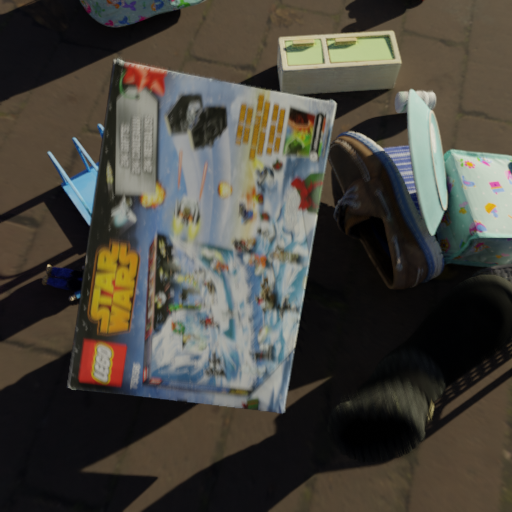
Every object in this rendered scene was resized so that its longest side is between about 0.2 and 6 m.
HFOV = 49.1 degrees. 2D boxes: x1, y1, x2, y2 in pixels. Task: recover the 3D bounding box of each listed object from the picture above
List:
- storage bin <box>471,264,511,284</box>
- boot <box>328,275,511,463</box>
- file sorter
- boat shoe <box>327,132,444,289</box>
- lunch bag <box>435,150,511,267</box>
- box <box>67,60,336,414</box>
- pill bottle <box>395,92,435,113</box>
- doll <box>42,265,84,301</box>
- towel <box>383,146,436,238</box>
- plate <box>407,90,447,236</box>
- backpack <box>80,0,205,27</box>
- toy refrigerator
[{"bbox_3d":[4.672,0.765,9.567,2.037,1.377,0.955,-6,66,-3],"label":"storage bin"},{"bbox_3d":[2.451,1.640,8.013,1.112,2.954,2.209,45,32,16],"label":"boot"},{"bbox_3d":[-2.536,-1.703,10.699,2.280,1.399,1.582,-34,69,-14],"label":"file sorter"},{"bbox_3d":[2.089,-0.866,10.140,1.164,1.162,3.216,-22,70,-25],"label":"boat shoe"},{"bbox_3d":[4.490,-0.833,10.327,2.286,1.394,1.948,2,61,-14],"label":"lunch bag"},{"bbox_3d":[-0.791,-0.191,8.121,3.110,0.906,4.543,9,94,-8],"label":"box"},{"bbox_3d":[3.362,-3.254,11.846,0.760,0.430,0.430,-3,65,-5],"label":"pill bottle"},{"bbox_3d":[-3.326,0.483,10.307,1.099,0.266,0.750,9,58,-3],"label":"doll"},{"bbox_3d":[2.633,-1.208,11.147,1.540,0.254,2.128,-8,64,-1],"label":"towel"},{"bbox_3d":[2.871,-1.543,9.234,0.310,2.428,2.428,-7,63,25],"label":"plate"},{"bbox_3d":[-2.775,-6.706,12.661,2.976,2.240,2.641,-26,67,-6],"label":"backpack"},{"bbox_3d":[1.752,-4.192,12.125,2.509,0.878,0.952,-4,66,-1],"label":"toy refrigerator"}]
